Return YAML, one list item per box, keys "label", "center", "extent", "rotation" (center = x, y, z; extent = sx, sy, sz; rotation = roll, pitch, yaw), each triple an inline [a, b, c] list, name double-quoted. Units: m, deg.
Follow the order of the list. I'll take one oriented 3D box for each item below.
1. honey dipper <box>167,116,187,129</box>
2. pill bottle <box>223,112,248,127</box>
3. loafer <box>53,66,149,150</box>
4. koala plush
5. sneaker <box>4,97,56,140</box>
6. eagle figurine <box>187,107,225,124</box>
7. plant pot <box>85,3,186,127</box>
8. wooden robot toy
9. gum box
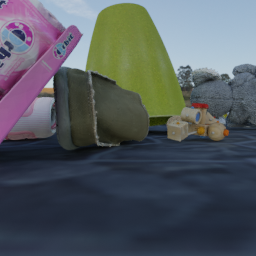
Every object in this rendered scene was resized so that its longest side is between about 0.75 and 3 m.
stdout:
- label: "honey dipper"
  center: [1.123, -0.019, 5.911]
  extent: [0.353, 0.353, 1.861]
  rotation: [1, -2, 16]
- label: "pill bottle"
  center: [4.364, -0.838, 10.387]
  extent: [1.593, 1.593, 2.833]
  rotation: [0, 5, 11]
- label: "loafer"
  center: [-0.170, -0.225, 3.261]
  extent: [0.800, 0.864, 2.297]
  rotation: [-4, 1, 10]
- label: "koala plush"
  center: [2.718, -0.828, 7.641]
  extent: [2.165, 1.920, 1.990]
  rotation: [4, 13, -3]
- label: "sneaker"
  center: [-1.608, -0.181, 4.633]
  extent: [0.930, 0.670, 1.780]
  rotation: [-5, 11, -17]
- label: "eagle figurine"
  center: [3.704, -0.878, 14.654]
  extent: [2.195, 2.183, 2.893]
  rotation: [38, -42, -9]
- label: "plant pot"
  center: [0.024, -1.325, 6.325]
  extent: [2.366, 2.528, 2.366]
  rotation: [-5, -5, 0]
- label: "wooden robot toy"
  center: [1.127, -0.048, 3.965]
  extent: [0.576, 0.559, 1.269]
  rotation: [16, 12, 40]
- label: "gum box"
  center: [-1.020, -0.312, 2.078]
  extent: [0.576, 0.988, 1.740]
  rotation: [39, -13, -20]
